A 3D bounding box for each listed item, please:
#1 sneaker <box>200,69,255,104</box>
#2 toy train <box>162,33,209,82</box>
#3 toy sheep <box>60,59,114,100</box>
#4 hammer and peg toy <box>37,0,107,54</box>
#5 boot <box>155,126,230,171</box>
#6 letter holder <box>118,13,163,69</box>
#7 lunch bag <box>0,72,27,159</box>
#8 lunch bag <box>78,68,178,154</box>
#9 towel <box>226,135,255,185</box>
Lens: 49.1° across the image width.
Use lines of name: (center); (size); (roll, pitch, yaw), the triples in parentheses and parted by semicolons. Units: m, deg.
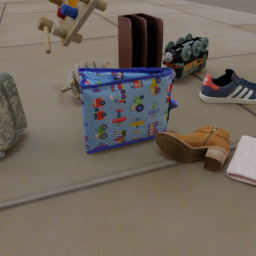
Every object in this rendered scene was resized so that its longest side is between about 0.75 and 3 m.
sneaker: (3.971, -1.544, 10.038); (2.677, 1.131, 1.003); (-4, 33, -7)
toy train: (2.479, -2.986, 11.861); (1.183, 1.582, 2.776); (25, 42, 34)
toy sheep: (-1.431, -1.714, 10.075); (2.190, 1.510, 1.510); (-15, 33, 5)
hammer and peg toy: (-1.870, -3.686, 9.009); (1.031, 2.923, 2.150); (9, 57, -38)
boot: (1.801, 0.276, 7.552); (1.890, 0.725, 1.467); (16, 38, 19)
letter holder: (0.512, -3.368, 11.694); (1.205, 2.397, 1.703); (-19, 37, -26)
lunch bag: (-3.717, -0.301, 7.372); (1.392, 1.998, 1.676); (0, 30, 8)
lunch bag: (0.086, -0.570, 7.685); (2.687, 2.023, 1.264); (-5, 33, -8)
towel: (3.499, 0.909, 7.019); (1.660, 0.280, 1.738); (18, 37, 25)
